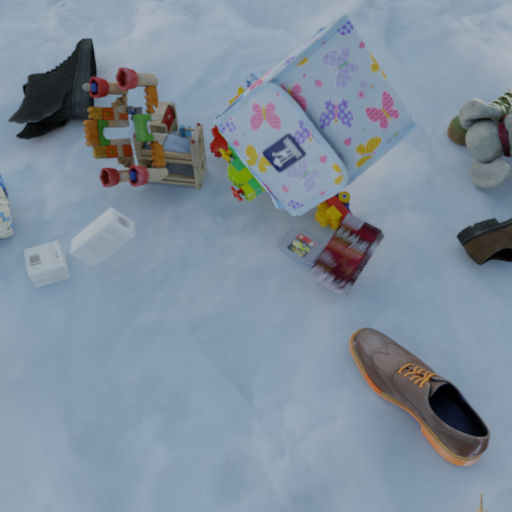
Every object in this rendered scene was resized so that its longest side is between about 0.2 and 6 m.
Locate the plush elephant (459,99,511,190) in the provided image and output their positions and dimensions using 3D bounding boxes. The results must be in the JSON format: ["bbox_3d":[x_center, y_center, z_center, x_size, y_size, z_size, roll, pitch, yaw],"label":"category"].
[{"bbox_3d":[5.622,-2.568,12.298,2.640,2.174,2.044,-6,5,-44],"label":"plush elephant"}]

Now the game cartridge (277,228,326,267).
[{"bbox_3d":[0.922,-0.158,11.420,0.918,0.188,0.611,30,62,21],"label":"game cartridge"}]

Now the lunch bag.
[{"bbox_3d":[0.953,-2.228,9.450,2.665,2.260,1.694,-38,17,2],"label":"lunch bag"}]

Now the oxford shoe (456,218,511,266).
[{"bbox_3d":[5.297,-0.330,11.223,2.371,0.862,1.001,-18,66,-6],"label":"oxford shoe"}]

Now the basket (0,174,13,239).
[{"bbox_3d":[-5.909,-1.148,11.285,1.723,1.360,1.955,-21,83,-19],"label":"basket"}]

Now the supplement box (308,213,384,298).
[{"bbox_3d":[1.716,-0.011,10.684,0.775,0.433,1.424,31,86,27],"label":"supplement box"}]

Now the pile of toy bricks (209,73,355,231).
[{"bbox_3d":[0.205,-1.892,11.622,1.924,2.162,3.897,-37,70,-8],"label":"pile of toy bricks"}]

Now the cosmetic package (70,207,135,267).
[{"bbox_3d":[-2.909,-0.341,10.615,1.169,0.593,0.416,-34,44,22],"label":"cosmetic package"}]

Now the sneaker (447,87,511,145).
[{"bbox_3d":[6.070,-3.618,13.297,3.019,1.355,1.012,-13,54,-10],"label":"sneaker"}]

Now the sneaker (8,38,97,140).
[{"bbox_3d":[-4.994,-4.288,14.013,1.783,1.027,3.419,-3,56,-8],"label":"sneaker"}]

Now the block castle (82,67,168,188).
[{"bbox_3d":[-2.727,-2.558,11.420,1.521,2.276,1.068,5,14,44],"label":"block castle"}]

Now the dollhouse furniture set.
[{"bbox_3d":[-1.766,-2.743,12.619,1.384,1.376,1.964,7,53,5],"label":"dollhouse furniture set"}]

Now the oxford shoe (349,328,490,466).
[{"bbox_3d":[2.673,2.061,9.181,0.995,1.018,2.791,-34,60,-23],"label":"oxford shoe"}]

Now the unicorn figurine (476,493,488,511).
[{"bbox_3d":[3.345,4.234,7.934,1.299,0.480,0.892,46,54,13],"label":"unicorn figurine"}]

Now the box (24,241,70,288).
[{"bbox_3d":[-4.107,0.163,10.991,0.690,0.451,0.686,-18,55,-13],"label":"box"}]
